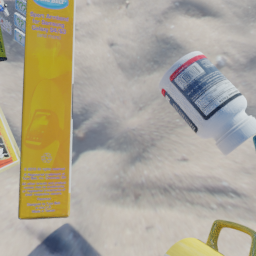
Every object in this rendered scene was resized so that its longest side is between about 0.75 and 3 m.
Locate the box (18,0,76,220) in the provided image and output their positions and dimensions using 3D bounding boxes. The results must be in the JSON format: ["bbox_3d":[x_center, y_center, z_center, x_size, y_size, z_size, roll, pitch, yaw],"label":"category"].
[{"bbox_3d":[-1.078,-0.466,3.701,0.597,1.714,2.879,0,88,-18],"label":"box"}]

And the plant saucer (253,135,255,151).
[{"bbox_3d":[2.829,0.032,3.545,0.238,2.514,0.879,28,50,-35],"label":"plant saucer"}]

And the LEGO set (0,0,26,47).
[{"bbox_3d":[-2.698,-2.489,6.093,1.375,1.027,0.337,38,45,17],"label":"LEGO set"}]

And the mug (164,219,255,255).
[{"bbox_3d":[1.140,2.032,3.600,1.161,1.191,1.450,2,86,-32],"label":"mug"}]

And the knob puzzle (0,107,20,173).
[{"bbox_3d":[-2.662,0.202,4.538,0.247,1.782,1.782,-15,52,43],"label":"knob puzzle"}]

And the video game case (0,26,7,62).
[{"bbox_3d":[-1.964,-1.236,3.118,1.266,0.161,1.144,-4,100,23],"label":"video game case"}]

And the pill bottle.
[{"bbox_3d":[1.486,-0.420,5.104,1.059,1.059,1.772,-33,73,-15],"label":"pill bottle"}]
